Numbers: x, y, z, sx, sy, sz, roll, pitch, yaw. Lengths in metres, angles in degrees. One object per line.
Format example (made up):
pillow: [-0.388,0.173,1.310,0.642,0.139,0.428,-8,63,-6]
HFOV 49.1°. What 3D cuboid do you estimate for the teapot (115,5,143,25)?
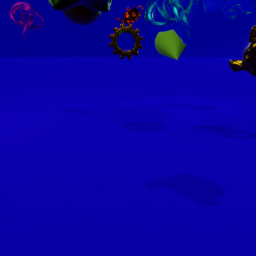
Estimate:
teapot: [0.079,-4.496,11.153,1.239,0.607,0.770,-31,22,0]

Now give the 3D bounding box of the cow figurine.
cow figurine: [2.314,-3.212,6.419,1.502,1.527,0.838,32,-14,-32]

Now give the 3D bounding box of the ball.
ball: [-1.299,-3.532,7.871,1.228,1.228,1.228,0,16,0]

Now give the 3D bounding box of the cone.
cone: [1.757,-2.947,10.620,1.333,1.333,1.338,-1,45,-2]

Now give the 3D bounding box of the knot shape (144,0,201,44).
knot shape: [1.218,-3.113,7.337,1.700,1.591,0.785,42,64,7]

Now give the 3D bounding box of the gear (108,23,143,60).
gear: [-0.086,-3.400,11.081,1.358,1.358,0.251,-3,12,-11]

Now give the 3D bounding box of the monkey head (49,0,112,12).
monkey head: [-0.676,-2.211,4.097,1.088,1.513,0.912,-21,-20,-13]

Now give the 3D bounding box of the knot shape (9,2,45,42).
knot shape: [-3.580,-3.878,10.085,1.329,1.420,0.656,0,13,34]

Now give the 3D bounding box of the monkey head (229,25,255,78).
monkey head: [3.273,-1.808,7.244,0.916,1.520,1.093,-44,25,-18]
